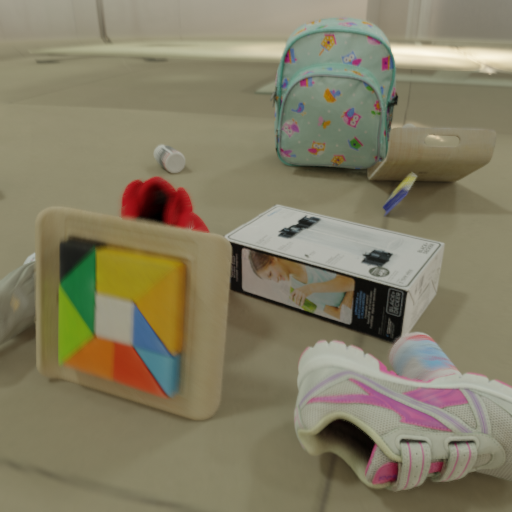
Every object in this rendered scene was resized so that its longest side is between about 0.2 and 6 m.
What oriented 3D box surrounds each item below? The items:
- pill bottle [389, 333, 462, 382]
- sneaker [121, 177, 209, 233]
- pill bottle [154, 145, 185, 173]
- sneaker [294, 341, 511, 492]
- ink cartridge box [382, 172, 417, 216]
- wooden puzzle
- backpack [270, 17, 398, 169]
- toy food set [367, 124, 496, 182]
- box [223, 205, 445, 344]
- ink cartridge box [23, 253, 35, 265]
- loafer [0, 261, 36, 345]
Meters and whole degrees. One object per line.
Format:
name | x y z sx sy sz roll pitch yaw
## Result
pill bottle | 1.971 1.380 6.311 0.579 0.579 1.064 -6 28 -11
sneaker | -1.105 -0.343 7.973 1.374 2.026 3.507 6 30 -7
pill bottle | -2.177 -2.429 13.923 0.542 0.542 0.935 -14 30 -26
sneaker | 1.493 1.736 5.269 2.587 1.052 1.141 10 39 20
ink cartridge box | 2.838 -1.227 11.212 0.176 0.741 0.750 41 50 2
wooden puzzle | -1.444 0.635 6.107 2.256 2.087 0.420 9 15 16
backpack | 1.881 -3.833 13.469 3.019 3.435 2.633 6 27 11
toy food set | 3.621 -2.204 12.082 2.027 0.853 2.824 1 -3 2
box | 1.107 0.147 8.428 2.913 0.876 1.699 16 31 28
ink cartridge box | -3.488 0.187 9.120 0.683 0.240 0.840 8 24 15
loafer | -3.261 0.659 7.395 0.785 0.787 2.250 -24 8 26
